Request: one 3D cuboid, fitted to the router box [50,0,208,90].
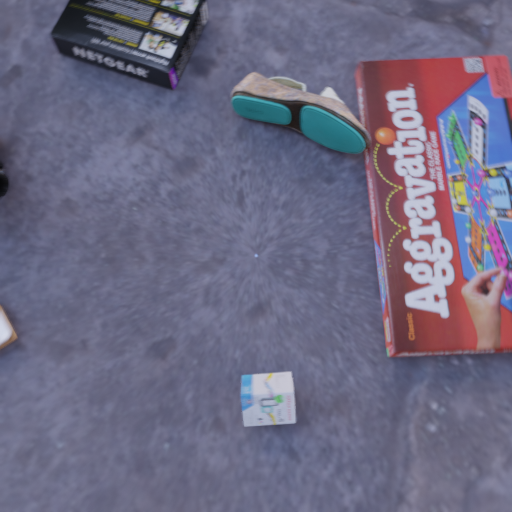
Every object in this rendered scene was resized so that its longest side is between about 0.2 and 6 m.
[{"bbox_3d":[-2.314,-4.270,10.378,2.379,0.608,1.775,19,73,6],"label":"router box"}]

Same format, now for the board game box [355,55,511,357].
[{"bbox_3d":[3.261,-1.001,9.384,2.689,0.508,5.223,-3,72,0],"label":"board game box"}]

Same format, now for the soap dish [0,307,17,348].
[{"bbox_3d":[-4.180,1.131,8.776,0.628,0.324,0.799,-33,75,-10],"label":"soap dish"}]

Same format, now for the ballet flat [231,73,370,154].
[{"bbox_3d":[0.847,-2.599,9.689,2.612,0.889,0.878,23,63,11],"label":"ballet flat"}]

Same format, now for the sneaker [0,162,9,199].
[{"bbox_3d":[-4.503,-1.400,9.134,1.065,0.771,2.180,3,43,-7],"label":"sneaker"}]

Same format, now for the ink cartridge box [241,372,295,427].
[{"bbox_3d":[0.180,2.086,8.179,0.749,0.547,0.550,-5,109,2],"label":"ink cartridge box"}]
